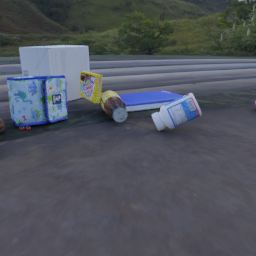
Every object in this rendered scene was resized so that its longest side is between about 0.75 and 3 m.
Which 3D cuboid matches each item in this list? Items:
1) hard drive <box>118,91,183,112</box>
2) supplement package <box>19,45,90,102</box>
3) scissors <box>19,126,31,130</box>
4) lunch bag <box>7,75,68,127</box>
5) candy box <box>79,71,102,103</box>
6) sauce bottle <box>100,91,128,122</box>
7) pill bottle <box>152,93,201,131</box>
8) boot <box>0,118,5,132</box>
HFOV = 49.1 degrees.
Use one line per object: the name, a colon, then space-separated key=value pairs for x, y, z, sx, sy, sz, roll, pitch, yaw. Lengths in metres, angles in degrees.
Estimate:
hard drive: x=0.827 y=-1.215 z=12.218 sx=2.910 sy=0.369 sz=1.920 roll=-8 pitch=20 yaw=-24
supplement package: x=-3.282 y=-2.548 z=12.975 sx=1.869 sy=2.430 sz=2.541 roll=11 pitch=21 yaw=30
scissors: x=-3.473 y=-0.071 z=9.220 sx=0.367 sy=0.070 sz=1.003 roll=-8 pitch=16 yaw=-30
lunch bag: x=-2.960 y=-0.964 z=9.436 sx=1.864 sy=1.585 sz=1.188 roll=-8 pitch=16 yaw=-31
candy box: x=-1.562 y=-1.708 z=11.433 sx=0.281 sy=1.086 sz=2.125 roll=-3 pitch=15 yaw=-26
sauce bottle: x=-0.521 y=-0.778 z=10.250 sx=0.815 sy=0.815 sz=2.468 roll=-4 pitch=21 yaw=-12
pill bottle: x=1.471 y=-0.451 z=8.622 sx=1.390 sy=0.780 sz=0.780 roll=-24 pitch=15 yaw=11
boot: x=-4.272 y=0.173 z=7.352 sx=2.549 sy=0.879 sz=2.736 roll=16 pitch=19 yaw=36
